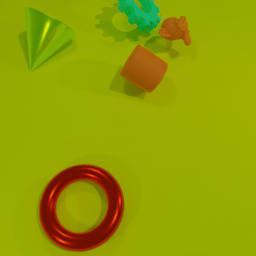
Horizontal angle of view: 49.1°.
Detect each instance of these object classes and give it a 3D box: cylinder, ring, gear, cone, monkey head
[{"bbox_3d":[0.432,-1.605,7.634,0.962,0.962,0.962,30,65,-13],"label":"cylinder"},{"bbox_3d":[-1.059,1.766,6.403,1.967,0.393,1.967,-1,64,2],"label":"ring"},{"bbox_3d":[0.294,-3.841,8.589,1.803,0.334,1.803,24,54,-38],"label":"gear"},{"bbox_3d":[-2.588,-2.407,8.311,1.592,1.592,1.598,24,93,11],"label":"cone"},{"bbox_3d":[1.391,-2.773,8.190,0.796,1.320,0.950,-16,101,29],"label":"monkey head"}]
